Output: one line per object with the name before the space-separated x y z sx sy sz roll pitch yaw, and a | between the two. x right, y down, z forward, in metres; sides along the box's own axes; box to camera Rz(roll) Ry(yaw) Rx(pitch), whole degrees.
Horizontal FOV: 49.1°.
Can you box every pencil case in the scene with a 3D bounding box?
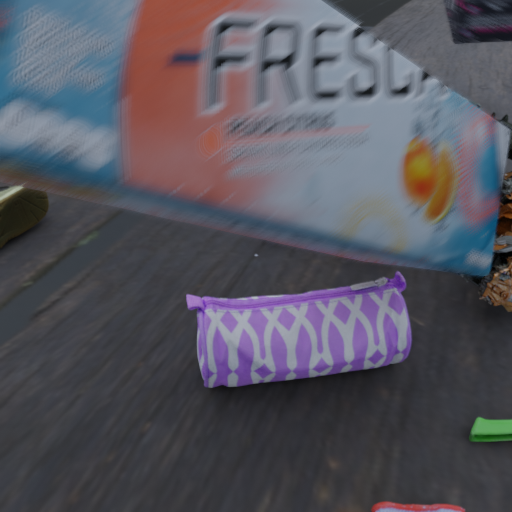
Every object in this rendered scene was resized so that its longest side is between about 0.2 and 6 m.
pencil case | 0.519 0.818 6.248 2.480 1.060 1.041 -8 32 -11

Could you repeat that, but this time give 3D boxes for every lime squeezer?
lime squeezer | 4.065 1.851 4.963 3.828 0.722 1.352 20 37 28

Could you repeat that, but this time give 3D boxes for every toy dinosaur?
toy dinosaur | 3.888 -0.739 8.442 3.005 2.262 4.428 35 26 23

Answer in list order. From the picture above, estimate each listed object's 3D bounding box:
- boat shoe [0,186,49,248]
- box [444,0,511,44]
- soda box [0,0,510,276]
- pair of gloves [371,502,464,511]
boat shoe | -4.289 -0.457 8.571 0.780 0.848 2.373 6 32 31
box | 2.537 -3.115 5.844 1.078 0.936 1.632 -1 59 4
soda box | 0.164 -0.905 4.411 4.766 1.515 1.630 10 -1 -43
pair of gloves | 2.004 2.841 3.687 3.334 0.380 2.680 4 32 5
